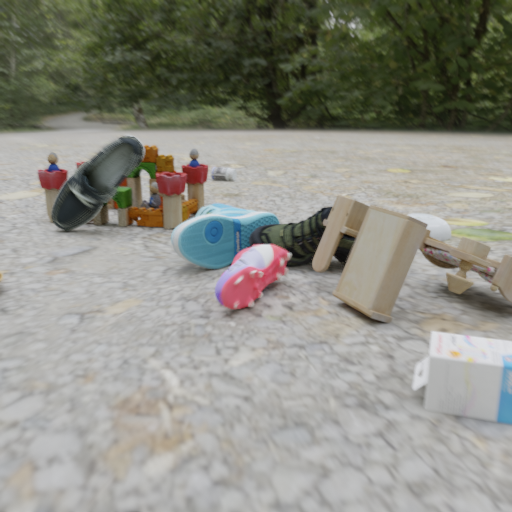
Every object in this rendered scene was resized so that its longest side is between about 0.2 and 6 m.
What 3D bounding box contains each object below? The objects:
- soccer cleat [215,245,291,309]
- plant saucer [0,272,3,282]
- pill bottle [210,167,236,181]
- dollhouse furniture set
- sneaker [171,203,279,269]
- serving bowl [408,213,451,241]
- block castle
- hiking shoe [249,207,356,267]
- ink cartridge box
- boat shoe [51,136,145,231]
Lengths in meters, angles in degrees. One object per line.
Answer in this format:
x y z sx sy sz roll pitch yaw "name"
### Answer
-0.156 0.255 8.100 0.723 0.631 1.892 17 24 25 "soccer cleat"
-4.457 0.496 8.138 1.460 0.259 1.460 0 16 0 "plant saucer"
-1.121 -2.818 19.326 0.816 0.464 0.464 7 17 20 "pill bottle"
2.615 0.388 8.229 2.869 1.401 2.446 19 7 -29 "dollhouse furniture set"
-0.879 -0.413 10.175 1.572 0.957 2.407 15 14 41 "sneaker"
3.463 -0.641 11.820 1.283 0.422 1.283 1 16 0 "serving bowl"
-3.054 -1.741 13.392 3.547 1.664 2.370 4 16 13 "block castle"
1.011 -0.447 9.482 2.263 1.139 0.857 0 50 0 "hiking shoe"
1.988 1.132 5.332 0.927 0.580 0.596 6 17 17 "ink cartridge box"
-3.435 -1.536 11.788 0.990 2.618 0.790 40 7 -10 "boat shoe"
